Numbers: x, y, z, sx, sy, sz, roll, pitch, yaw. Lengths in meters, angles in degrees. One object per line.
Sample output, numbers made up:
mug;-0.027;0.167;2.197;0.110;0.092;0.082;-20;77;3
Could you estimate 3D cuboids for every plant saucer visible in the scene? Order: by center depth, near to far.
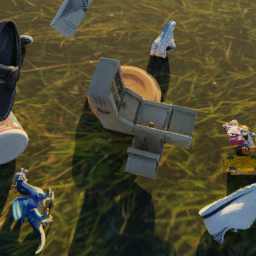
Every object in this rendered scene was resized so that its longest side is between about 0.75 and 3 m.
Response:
plant saucer;-0.140;-1.291;10.369;2.733;0.441;2.733;0;59;0

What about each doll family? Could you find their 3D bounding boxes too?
doll family;4.070;0.341;9.100;2.038;0.918;1.265;5;39;12

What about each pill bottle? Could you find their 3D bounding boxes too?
pill bottle;-4.457;-0.174;9.073;1.464;1.464;2.526;-34;65;-19

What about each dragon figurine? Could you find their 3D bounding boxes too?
dragon figurine;-2.819;2.344;7.970;1.220;0.722;2.454;-4;58;-2

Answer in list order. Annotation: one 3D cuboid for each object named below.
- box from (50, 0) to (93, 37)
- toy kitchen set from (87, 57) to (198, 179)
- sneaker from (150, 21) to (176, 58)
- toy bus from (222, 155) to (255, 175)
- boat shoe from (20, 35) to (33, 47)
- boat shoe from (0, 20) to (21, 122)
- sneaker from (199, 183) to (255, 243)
box;-1.355;-2.923;6.923;0.437;0.525;1.277;17;79;48
toy kitchen set;0.416;-0.062;8.107;2.913;2.628;2.377;13;71;11
sneaker;1.675;-3.644;11.732;0.837;0.724;1.931;27;70;9
toy bus;3.658;1.171;8.780;1.423;0.557;0.463;-2;60;-1
boat shoe;-4.670;-3.495;11.719;1.373;0.485;0.437;-11;59;2
boat shoe;-3.498;-1.587;7.685;1.027;0.926;2.857;9;85;-33
sneaker;3.301;2.277;7.995;2.493;0.952;1.003;-26;69;-7
